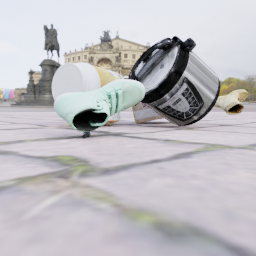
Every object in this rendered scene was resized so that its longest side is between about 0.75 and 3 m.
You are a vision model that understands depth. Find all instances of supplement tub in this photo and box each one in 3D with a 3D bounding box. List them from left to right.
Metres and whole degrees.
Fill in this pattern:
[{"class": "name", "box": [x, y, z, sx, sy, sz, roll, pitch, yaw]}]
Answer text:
[{"class": "supplement tub", "box": [-1.185, -1.228, 9.130, 1.583, 1.583, 2.189, 3, 0, 34]}]

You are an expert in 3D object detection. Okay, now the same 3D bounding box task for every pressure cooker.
[{"class": "pressure cooker", "box": [1.180, -1.338, 7.973, 2.299, 2.022, 2.054, 33, -16, -29]}]

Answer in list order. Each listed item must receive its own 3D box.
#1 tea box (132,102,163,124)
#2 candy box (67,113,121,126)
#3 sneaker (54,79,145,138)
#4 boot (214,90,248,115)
[{"class": "tea box", "box": [1.026, -0.929, 10.490, 1.788, 1.194, 1.759, -11, 3, 1]}, {"class": "candy box", "box": [-1.032, -0.313, 8.366, 1.419, 0.392, 0.819, -3, -7, -29]}, {"class": "sneaker", "box": [-0.337, -0.376, 5.363, 1.913, 0.704, 1.128, -16, 31, -21]}, {"class": "boot", "box": [3.611, -0.854, 9.301, 1.280, 0.466, 0.995, -15, 25, -8]}]
